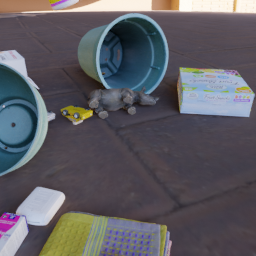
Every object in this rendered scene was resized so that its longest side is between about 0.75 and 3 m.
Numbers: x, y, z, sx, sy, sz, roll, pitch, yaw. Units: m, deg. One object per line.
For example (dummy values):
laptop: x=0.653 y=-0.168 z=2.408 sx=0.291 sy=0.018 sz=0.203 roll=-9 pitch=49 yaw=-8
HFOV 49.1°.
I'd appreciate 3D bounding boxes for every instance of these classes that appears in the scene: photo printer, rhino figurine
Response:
photo printer: x=-1.673 y=1.501 z=5.340 sx=0.654 sy=0.273 sz=0.786 roll=9 pitch=29 yaw=14
rhino figurine: x=-0.137 y=-0.966 z=9.515 sx=2.634 sy=0.787 sz=1.152 roll=-8 pitch=28 yaw=-18

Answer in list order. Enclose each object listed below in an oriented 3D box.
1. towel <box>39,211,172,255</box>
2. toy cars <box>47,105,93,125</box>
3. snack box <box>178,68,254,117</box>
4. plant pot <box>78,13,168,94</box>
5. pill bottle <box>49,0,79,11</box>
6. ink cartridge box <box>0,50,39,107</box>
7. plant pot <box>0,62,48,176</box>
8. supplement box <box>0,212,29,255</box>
towel: x=-0.538 y=2.264 z=3.841 sx=2.015 sy=0.319 sz=2.805 roll=7 pitch=28 yaw=12
toy cars: x=-2.142 y=-0.326 z=8.662 sx=2.157 sy=0.478 sz=0.967 roll=-4 pitch=23 yaw=-1
snack box: x=3.004 y=-1.391 z=10.168 sx=2.278 sy=0.914 sz=2.701 roll=3 pitch=29 yaw=5
plant pot: x=-0.480 y=-2.862 z=11.188 sx=3.001 sy=3.001 sz=2.939 roll=-15 pitch=23 yaw=-27
pill bottle: x=-1.745 y=-3.578 z=6.633 sx=0.714 sy=1.370 sz=0.714 roll=-17 pitch=30 yaw=10
ink cartridge box: x=-4.680 y=-1.659 z=9.816 sx=2.702 sy=1.692 sz=1.737 roll=-16 pitch=31 yaw=-26
plant pot: x=-2.937 y=-0.126 z=6.506 sx=2.469 sy=2.469 sz=1.654 roll=2 pitch=-4 yaw=4
supplement box: x=-2.018 y=1.830 z=4.577 sx=0.404 sy=0.413 sz=0.799 roll=6 pitch=30 yaw=8
